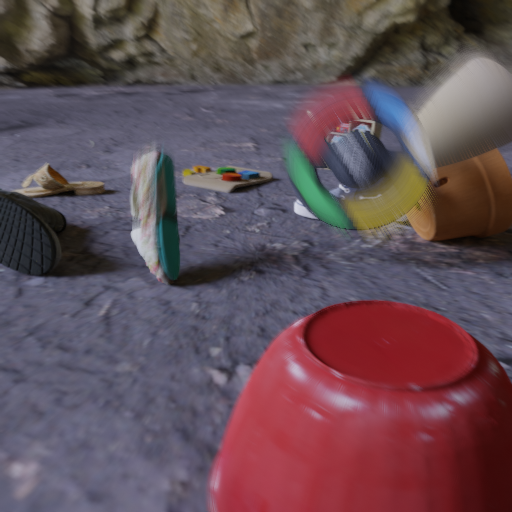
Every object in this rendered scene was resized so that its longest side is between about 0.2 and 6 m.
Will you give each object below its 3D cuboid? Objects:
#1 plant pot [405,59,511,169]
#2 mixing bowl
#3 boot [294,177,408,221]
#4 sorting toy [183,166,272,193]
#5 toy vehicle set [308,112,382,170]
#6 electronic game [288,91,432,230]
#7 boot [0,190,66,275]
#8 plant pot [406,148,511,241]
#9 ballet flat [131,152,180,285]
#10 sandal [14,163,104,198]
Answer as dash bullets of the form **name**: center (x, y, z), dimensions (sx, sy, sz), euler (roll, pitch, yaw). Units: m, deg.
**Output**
- **plant pot**: center (2.930, -1.901, 8.149), dimensions (1.392, 1.303, 1.303), euler (-34, 27, -4)
- **mixing bowl**: center (0.977, 1.284, 4.428), dimensions (2.711, 1.468, 2.711), euler (1, 22, 0)
- **boot**: center (2.142, -1.421, 11.764), dimensions (2.647, 1.196, 0.963), euler (1, 21, 2)
- **sorting toy**: center (-1.035, -2.172, 14.923), dimensions (2.452, 0.328, 1.827), euler (15, 26, 34)
- **toy vehicle set**: center (2.410, -3.180, 15.832), dimensions (0.333, 1.559, 2.509), euler (-16, 26, -36)
- **electronic game**: center (1.665, -1.562, 9.106), dimensions (2.324, 2.324, 0.484), euler (6, -6, 14)
- **boot**: center (-4.076, -0.632, 9.992), dimensions (3.000, 1.016, 1.960), euler (26, 13, 23)
- **plant pot**: center (3.579, -1.132, 10.362), dimensions (1.381, 1.973, 1.973), euler (-20, 23, -4)
- **ballet flat**: center (-1.648, -0.581, 9.003), dimensions (0.723, 2.261, 0.855), euler (-12, -21, 19)
- **sandal**: center (-4.872, -1.876, 13.564), dimensions (2.294, 0.754, 0.841), euler (-2, 21, -6)
